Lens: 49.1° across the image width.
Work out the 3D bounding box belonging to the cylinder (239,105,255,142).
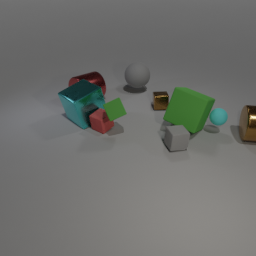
[{"bbox_3d":[5.178,-0.146,10.814,1.400,1.400,1.400,5,29,9],"label":"cylinder"}]

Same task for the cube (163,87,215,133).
[{"bbox_3d":[2.492,-0.762,11.355,1.400,1.400,1.400,27,18,23],"label":"cube"}]

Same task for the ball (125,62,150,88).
[{"bbox_3d":[0.510,-2.884,15.291,1.400,1.400,1.400,0,29,0],"label":"ball"}]

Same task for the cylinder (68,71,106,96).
[{"bbox_3d":[-2.073,-2.053,14.273,1.400,1.400,1.400,-25,38,-38],"label":"cylinder"}]

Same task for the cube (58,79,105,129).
[{"bbox_3d":[-1.934,-1.071,12.194,1.400,1.400,1.400,-35,42,-25],"label":"cube"}]

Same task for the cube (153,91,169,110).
[{"bbox_3d":[1.589,-1.343,13.662,0.700,0.700,0.700,-2,26,-1],"label":"cube"}]

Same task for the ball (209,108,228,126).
[{"bbox_3d":[3.629,-0.447,11.226,0.700,0.700,0.700,0,29,0],"label":"ball"}]

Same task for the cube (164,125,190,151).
[{"bbox_3d":[1.818,0.371,10.470,0.700,0.700,0.700,-5,30,-15],"label":"cube"}]

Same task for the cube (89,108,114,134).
[{"bbox_3d":[-1.091,-0.299,11.724,0.700,0.700,0.700,21,45,33],"label":"cube"}]

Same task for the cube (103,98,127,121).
[{"bbox_3d":[-0.522,-0.727,10.888,0.700,0.700,0.700,-25,6,-2],"label":"cube"}]
